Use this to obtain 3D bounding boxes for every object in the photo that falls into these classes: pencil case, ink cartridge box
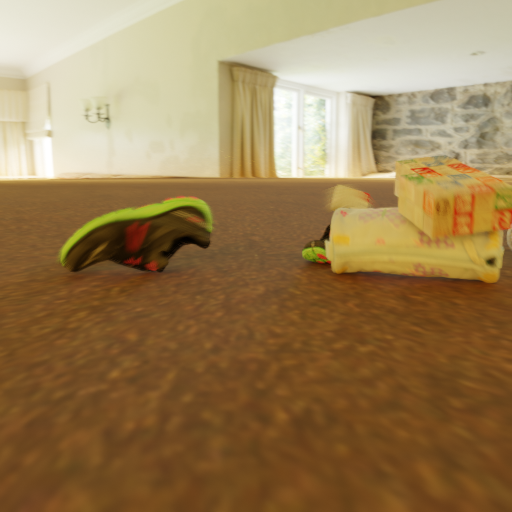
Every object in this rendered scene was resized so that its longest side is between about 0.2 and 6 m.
[{"bbox_3d":[2.198,-0.156,7.837,2.360,0.981,1.070,4,38,18],"label":"pencil case"},{"bbox_3d":[2.198,-1.268,13.121,0.781,0.569,0.324,17,-30,2],"label":"ink cartridge box"}]

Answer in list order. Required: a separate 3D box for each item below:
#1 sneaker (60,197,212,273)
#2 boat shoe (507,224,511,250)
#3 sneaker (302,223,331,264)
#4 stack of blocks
[{"bbox_3d":[-1.710,-0.170,8.100,2.267,0.950,0.870,-17,-9,-5],"label":"sneaker"},{"bbox_3d":[5.132,-0.152,8.089,2.740,0.971,0.957,11,10,19],"label":"boat shoe"},{"bbox_3d":[1.253,-0.275,9.218,0.653,0.713,1.701,6,11,29],"label":"sneaker"},{"bbox_3d":[2.437,-0.849,7.464,1.044,0.531,1.814,-7,23,-6],"label":"stack of blocks"}]
